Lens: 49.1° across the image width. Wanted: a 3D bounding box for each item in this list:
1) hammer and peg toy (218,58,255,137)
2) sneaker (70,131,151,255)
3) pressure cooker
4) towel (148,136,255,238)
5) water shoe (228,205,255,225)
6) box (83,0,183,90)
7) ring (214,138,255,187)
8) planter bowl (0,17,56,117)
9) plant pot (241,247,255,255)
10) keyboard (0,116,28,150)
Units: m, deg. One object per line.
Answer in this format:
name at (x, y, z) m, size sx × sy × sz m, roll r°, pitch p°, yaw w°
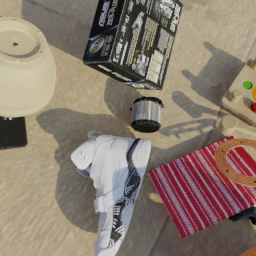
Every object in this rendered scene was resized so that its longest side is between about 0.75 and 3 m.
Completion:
hammer and peg toy at (3.321, -0.525, 7.129) m, size 1.753 × 0.841 × 2.384 m, roll 34°, pitch 73°, yaw 10°
sneaker at (-0.595, 1.367, 6.297) m, size 1.653 × 1.081 × 2.877 m, roll 16°, pitch 65°, yaw 7°
pressure cooker at (0.485, -0.387, 7.068) m, size 0.776 × 0.788 × 0.883 m, roll 10°, pitch 68°, yaw -15°
towel at (1.909, 1.239, 6.429) m, size 2.461 × 0.277 × 1.780 m, roll -21°, pitch 48°, yaw -8°
water shoe at (2.367, 1.810, 6.386) m, size 1.506 × 0.538 × 0.594 m, roll 14°, pitch 72°, yaw 6°
box at (0.175, -2.162, 6.311) m, size 0.938 × 1.784 × 2.178 m, roll 11°, pitch 86°, yaw 45°
ring at (2.641, 0.753, 6.208) m, size 1.408 × 0.135 × 1.408 m, roll -2°, pitch 42°, yaw 2°
planter bowl at (-2.587, -1.509, 6.274) m, size 2.127 × 1.431 × 2.127 m, roll 13°, pitch 57°, yaw -20°
plant pot at (2.816, 3.361, 4.666) m, size 2.819 × 2.819 × 1.973 m, roll 19°, pitch 39°, yaw 7°
keyboard at (-3.254, -0.290, 7.384) m, size 0.978 × 0.372 × 1.879 m, roll -4°, pitch 66°, yaw -26°
